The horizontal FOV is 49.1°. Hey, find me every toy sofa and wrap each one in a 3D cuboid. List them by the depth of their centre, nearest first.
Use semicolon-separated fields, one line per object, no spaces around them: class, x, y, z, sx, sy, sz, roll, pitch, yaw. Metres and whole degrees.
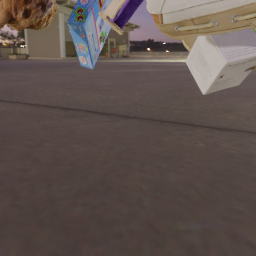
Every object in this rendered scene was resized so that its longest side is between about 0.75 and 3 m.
toy sofa;0.073;-3.120;6.869;0.652;1.574;0.768;32;10;-43

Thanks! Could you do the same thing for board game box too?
board game box;-0.934;-3.761;9.006;0.545;2.979;2.253;18;-18;7

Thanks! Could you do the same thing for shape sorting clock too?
shape sorting clock;2.925;-2.602;8.139;2.802;0.550;2.802;-1;53;2

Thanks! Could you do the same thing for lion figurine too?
lion figurine;-3.013;-2.917;5.867;2.856;1.749;1.035;35;-10;-29

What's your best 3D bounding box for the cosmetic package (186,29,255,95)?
cosmetic package;1.736;-1.297;5.132;0.850;0.850;1.031;-17;-20;-14

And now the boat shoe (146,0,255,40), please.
boat shoe;1.608;-1.647;3.098;2.878;0.984;1.075;3;53;22
